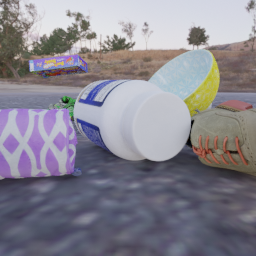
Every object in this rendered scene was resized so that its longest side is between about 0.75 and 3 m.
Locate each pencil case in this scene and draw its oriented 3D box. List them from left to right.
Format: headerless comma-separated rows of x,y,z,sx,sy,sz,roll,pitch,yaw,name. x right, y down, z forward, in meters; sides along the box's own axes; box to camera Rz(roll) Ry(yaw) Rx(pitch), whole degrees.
-1.638,0.198,3.412,2.096,0.880,0.896,-2,12,-10,pencil case

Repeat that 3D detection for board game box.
-2.122,-1.894,8.698,1.505,0.337,1.012,-5,-2,8,board game box

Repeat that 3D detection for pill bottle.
-0.010,-0.159,4.614,1.254,1.254,2.095,-4,11,-27,pill bottle

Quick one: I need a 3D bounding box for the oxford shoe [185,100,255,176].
1.392,0.265,3.400,1.080,1.017,2.888,-17,6,-3,oxford shoe

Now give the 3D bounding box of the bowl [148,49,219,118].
1.729,-0.977,8.471,1.393,2.588,2.588,44,-14,-28,bowl

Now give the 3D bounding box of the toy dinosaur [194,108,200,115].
1.628,0.179,5.762,1.143,0.600,1.038,44,-4,7,toy dinosaur

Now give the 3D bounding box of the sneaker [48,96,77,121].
-2.198,-0.735,9.838,0.736,0.804,1.887,-9,12,-44,sneaker
